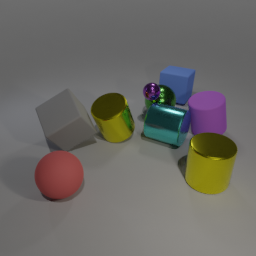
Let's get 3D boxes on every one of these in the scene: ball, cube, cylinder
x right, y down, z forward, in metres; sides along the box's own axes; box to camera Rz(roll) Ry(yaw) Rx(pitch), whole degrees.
[{"bbox_3d":[-2.011,1.367,8.228,1.400,1.400,1.400,0,31,0],"label":"ball"},{"bbox_3d":[-2.204,-0.261,10.073,1.400,1.400,1.400,-31,59,2],"label":"cube"},{"bbox_3d":[1.441,-1.235,12.473,1.400,1.400,1.400,0,31,0],"label":"ball"},{"bbox_3d":[1.507,-0.147,10.691,1.400,1.400,1.400,16,35,25],"label":"cylinder"},{"bbox_3d":[0.928,-1.425,10.958,0.700,0.700,0.700,0,31,0],"label":"ball"},{"bbox_3d":[3.151,-0.535,11.085,1.400,1.400,1.400,-11,34,7],"label":"cylinder"},{"bbox_3d":[2.412,-2.171,13.909,1.400,1.400,1.400,15,30,21],"label":"cube"},{"bbox_3d":[2.544,1.073,8.704,1.400,1.400,1.400,0,32,0],"label":"cylinder"},{"bbox_3d":[-0.553,-0.390,10.728,1.400,1.400,1.400,-9,49,11],"label":"cylinder"}]
